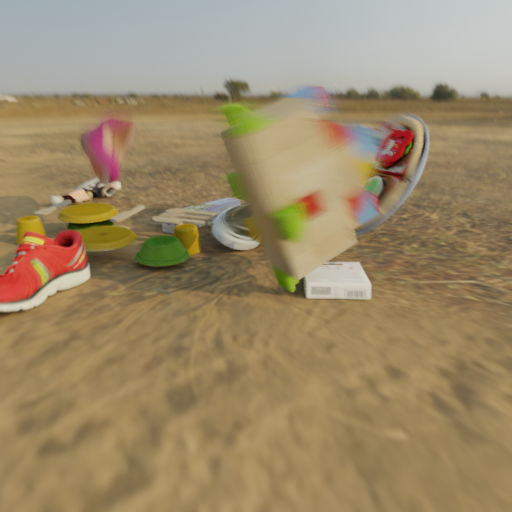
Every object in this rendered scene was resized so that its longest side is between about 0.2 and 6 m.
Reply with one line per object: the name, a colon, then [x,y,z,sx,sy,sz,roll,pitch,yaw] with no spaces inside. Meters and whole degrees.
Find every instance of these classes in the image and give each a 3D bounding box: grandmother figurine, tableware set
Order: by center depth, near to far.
tableware set: [-2.726,-0.373,10.427,3.725,0.572,2.510,6,21,16]
grandmother figurine: [-4.717,-1.445,14.107,0.681,0.340,1.123,-1,12,28]

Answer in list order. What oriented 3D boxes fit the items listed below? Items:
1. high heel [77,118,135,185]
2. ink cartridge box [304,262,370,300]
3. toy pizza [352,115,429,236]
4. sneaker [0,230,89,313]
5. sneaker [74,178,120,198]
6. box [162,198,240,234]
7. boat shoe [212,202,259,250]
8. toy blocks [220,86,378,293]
high heel: [-2.887,-2.305,11.619,1.297,0.909,2.697,-24,38,-13]
ink cartridge box: [1.176,0.357,8.440,0.926,0.288,1.151,0,13,2]
toy pizza: [2.162,-1.616,10.844,0.430,2.713,2.713,31,4,-25]
sneaker: [-3.254,0.145,7.905,0.856,0.943,2.222,6,18,19]
sneaker: [-4.212,-1.753,14.873,1.347,0.535,0.528,-20,4,20]
box: [-1.154,-0.888,12.140,0.431,0.402,2.080,14,22,37]
boat shoe: [0.142,-0.846,10.662,0.900,0.886,2.497,47,36,13]
toy blocks: [0.815,-1.109,7.627,1.931,2.824,1.411,-32,30,-18]
